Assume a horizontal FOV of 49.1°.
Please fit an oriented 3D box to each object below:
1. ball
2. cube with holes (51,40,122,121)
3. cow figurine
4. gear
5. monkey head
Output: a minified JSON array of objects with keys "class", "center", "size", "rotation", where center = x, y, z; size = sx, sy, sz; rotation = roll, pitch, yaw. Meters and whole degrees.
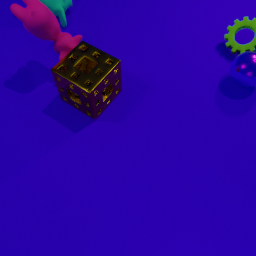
[{"class":"ball","center":[3.187,-1.545,7.420],"size":[0.943,0.943,0.943],"rotation":[0,60,0]},{"class":"cube with holes","center":[-0.983,-1.185,7.062],"size":[1.183,1.183,1.183],"rotation":[31,65,16]},{"class":"cow figurine","center":[-1.920,-2.421,6.921],"size":[1.551,1.577,0.865],"rotation":[39,89,6]},{"class":"gear","center":[3.338,-2.625,8.030],"size":[1.061,0.196,1.061],"rotation":[-2,84,24]},{"class":"monkey head","center":[-2.360,-4.157,8.594],"size":[1.976,1.421,1.190],"rotation":[43,64,-11]}]
